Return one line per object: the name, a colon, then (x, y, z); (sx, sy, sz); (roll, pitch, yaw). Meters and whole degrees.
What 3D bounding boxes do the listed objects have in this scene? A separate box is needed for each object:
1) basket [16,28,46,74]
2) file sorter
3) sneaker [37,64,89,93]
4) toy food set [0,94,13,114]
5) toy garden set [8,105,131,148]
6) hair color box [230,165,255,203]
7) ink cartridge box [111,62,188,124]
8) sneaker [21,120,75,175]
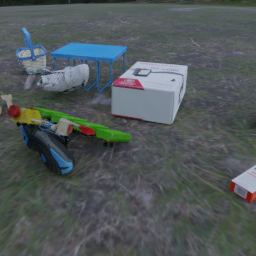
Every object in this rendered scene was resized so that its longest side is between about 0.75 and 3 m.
basket: (-4.606, -3.626, 13.251); (1.349, 1.939, 1.710); (-13, 32, -19)
file sorter: (-1.522, -2.478, 11.566); (2.557, 1.569, 1.774); (9, 31, 14)
sneaker: (-2.411, -1.809, 10.261); (1.234, 0.807, 2.147); (-2, -9, -43)
toy food set: (-5.012, -0.496, 9.265); (2.403, 0.482, 1.659); (-10, 37, -28)
toy garden set: (-1.591, 0.023, 7.495); (2.685, 0.536, 2.238); (17, 4, 25)
hair color box: (2.771, 1.219, 6.207); (0.942, 0.301, 0.522); (-21, 35, -30)
ink cartridge box: (0.865, -1.392, 9.977); (2.077, 1.192, 2.859); (9, 30, 16)
sneaker: (-1.905, 0.318, 7.217); (1.000, 0.894, 2.441); (-20, 35, -32)
